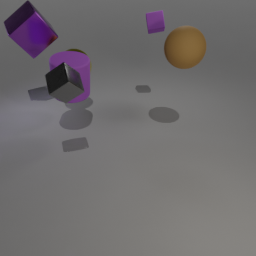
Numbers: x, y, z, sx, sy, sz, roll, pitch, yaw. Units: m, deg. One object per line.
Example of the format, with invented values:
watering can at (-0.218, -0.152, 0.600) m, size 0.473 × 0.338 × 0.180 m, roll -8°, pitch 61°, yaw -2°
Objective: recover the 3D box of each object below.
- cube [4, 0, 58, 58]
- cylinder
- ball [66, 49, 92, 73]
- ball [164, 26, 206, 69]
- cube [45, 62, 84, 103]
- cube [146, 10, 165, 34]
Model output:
cube at (-3.985, -4.034, 11.502) m, size 1.400 × 1.400 × 1.400 m, roll -39°, pitch 48°, yaw 5°
cylinder at (-2.071, -1.844, 10.097) m, size 1.400 × 1.400 × 1.400 m, roll 4°, pitch 38°, yaw -3°
ball at (-2.224, -2.592, 11.697) m, size 1.400 × 1.400 × 1.400 m, roll 0°, pitch 30°, yaw 0°
ball at (1.913, -2.697, 9.416) m, size 1.400 × 1.400 × 1.400 m, roll 0°, pitch 30°, yaw 0°
cube at (-1.733, -1.223, 7.676) m, size 0.700 × 0.700 × 0.700 m, roll -28°, pitch 62°, yaw 19°
cube at (1.142, -4.416, 11.721) m, size 0.700 × 0.700 × 0.700 m, roll -8°, pitch 6°, yaw 5°
